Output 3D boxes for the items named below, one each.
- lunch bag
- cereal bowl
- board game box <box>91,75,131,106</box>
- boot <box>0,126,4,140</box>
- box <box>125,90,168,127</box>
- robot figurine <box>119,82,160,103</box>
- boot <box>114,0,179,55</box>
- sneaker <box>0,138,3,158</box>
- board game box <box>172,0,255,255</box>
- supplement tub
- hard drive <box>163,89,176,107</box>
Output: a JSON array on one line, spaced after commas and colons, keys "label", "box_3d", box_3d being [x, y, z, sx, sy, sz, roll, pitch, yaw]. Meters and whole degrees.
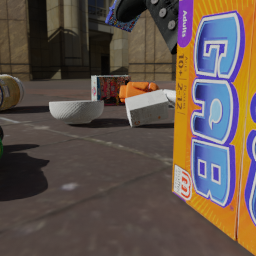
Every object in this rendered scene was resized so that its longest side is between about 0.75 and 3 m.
[{"label": "lunch bag", "box_3d": [-0.185, -3.661, 8.993, 0.536, 0.857, 1.139, 48, 31, 23]}, {"label": "cereal bowl", "box_3d": [-1.789, -0.568, 9.912, 1.898, 0.791, 1.898, -2, 5, 0]}, {"label": "board game box", "box_3d": [-0.897, -2.053, 15.289, 2.153, 1.589, 0.692, -8, 16, -31]}, {"label": "boot", "box_3d": [-4.652, 0.113, 7.154, 2.059, 0.820, 2.498, -8, 10, -42]}, {"label": "box", "box_3d": [0.637, -0.654, 9.402, 1.313, 0.817, 0.640, -14, 47, -5]}, {"label": "robot figurine", "box_3d": [0.700, -1.723, 14.419, 2.215, 1.593, 1.292, 3, 31, 10]}, {"label": "boot", "box_3d": [0.699, -2.667, 6.848, 0.734, 2.237, 1.844, -13, -25, -44]}, {"label": "sneaker", "box_3d": [-2.911, 0.369, 5.138, 1.144, 1.014, 2.738, -11, 15, -28]}, {"label": "board game box", "box_3d": [2.503, -0.210, 3.346, 2.855, 2.857, 2.855, -5, 13, -21]}, {"label": "supplement tub", "box_3d": [-6.077, -1.657, 13.182, 1.667, 1.667, 2.309, 3, 12, 12]}, {"label": "hard drive", "box_3d": [2.200, -0.530, 8.819, 1.725, 0.349, 2.615, 36, 1, -19]}]
